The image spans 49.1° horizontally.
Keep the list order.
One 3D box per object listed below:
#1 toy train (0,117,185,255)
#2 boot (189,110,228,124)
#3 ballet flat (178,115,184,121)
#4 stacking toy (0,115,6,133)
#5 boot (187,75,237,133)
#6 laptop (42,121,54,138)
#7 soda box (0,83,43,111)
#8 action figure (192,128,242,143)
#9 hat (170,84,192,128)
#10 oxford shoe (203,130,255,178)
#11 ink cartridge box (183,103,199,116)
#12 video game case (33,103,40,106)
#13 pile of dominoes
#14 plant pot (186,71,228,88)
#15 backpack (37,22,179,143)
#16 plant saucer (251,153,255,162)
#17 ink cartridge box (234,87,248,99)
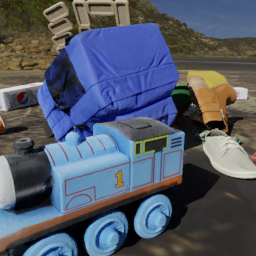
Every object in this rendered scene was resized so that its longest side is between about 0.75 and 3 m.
[{"bbox_3d":[-0.431,0.690,3.277,2.499,1.428,1.083,-10,17,-34],"label":"toy train"},{"bbox_3d":[2.778,-0.401,9.678,1.106,0.403,0.860,-10,16,-24],"label":"boot"},{"bbox_3d":[0.929,-0.636,9.863,2.150,0.785,0.785,1,14,1],"label":"ballet flat"},{"bbox_3d":[-4.020,0.035,7.784,0.757,0.757,1.036,8,35,29],"label":"stacking toy"},{"bbox_3d":[2.623,-0.572,8.116,2.067,0.762,1.599,9,51,-30],"label":"boot"},{"bbox_3d":[-1.629,-0.026,8.806,1.731,1.003,1.621,-33,23,-11],"label":"laptop"},{"bbox_3d":[-4.667,-1.452,12.527,0.884,0.827,2.597,7,19,31],"label":"soda box"},{"bbox_3d":[2.208,0.211,7.385,0.790,0.366,1.337,-11,16,-34],"label":"action figure"},{"bbox_3d":[1.542,-0.358,8.873,1.925,1.695,1.595,2,-11,-31],"label":"hat"},{"bbox_3d":[2.064,0.491,5.845,0.733,0.563,1.950,2,16,-5],"label":"oxford shoe"},{"bbox_3d":[2.296,-1.016,10.997,1.964,0.825,1.433,2,16,-3],"label":"ink cartridge box"},{"bbox_3d":[-3.785,-1.224,13.353,1.297,0.123,0.926,-3,16,-12],"label":"video game case"},{"bbox_3d":[-0.825,-2.079,7.157,2.119,2.719,0.433,8,55,12],"label":"pile of dominoes"},{"bbox_3d":[3.681,-1.711,12.780,1.499,1.489,1.533,-5,23,-20],"label":"plant pot"},{"bbox_3d":[-0.626,-0.581,6.208,2.376,2.453,2.924,-17,-4,-38],"label":"backpack"},{"bbox_3d":[3.289,0.667,5.869,1.080,0.198,1.078,11,18,38],"label":"plant saucer"},{"bbox_3d":[5.503,-1.840,14.872,1.344,0.569,0.971,1,14,-2],"label":"ink cartridge box"}]
